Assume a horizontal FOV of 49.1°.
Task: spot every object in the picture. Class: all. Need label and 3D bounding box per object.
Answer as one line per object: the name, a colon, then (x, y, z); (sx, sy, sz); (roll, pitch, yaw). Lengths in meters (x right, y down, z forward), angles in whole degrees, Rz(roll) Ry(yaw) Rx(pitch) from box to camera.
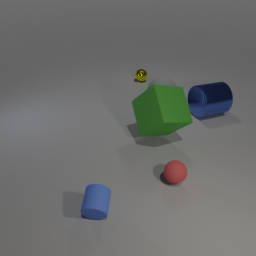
cylinder: (3.552, -1.242, 12.201); (1.400, 1.400, 1.400); (-11, 33, -18)
cylinder: (-0.830, 1.935, 7.350); (0.700, 0.700, 0.700); (3, 50, 6)
ball: (0.749, -2.961, 15.743); (0.700, 0.700, 0.700); (0, 31, 0)
ball: (1.427, 1.316, 8.409); (0.700, 0.700, 0.700); (0, 31, 0)
cube: (1.194, -0.595, 10.016); (1.400, 1.400, 1.400); (-1, 70, -36)
ball: (1.564, -1.652, 12.829); (1.400, 1.400, 1.400); (0, 31, 0)
